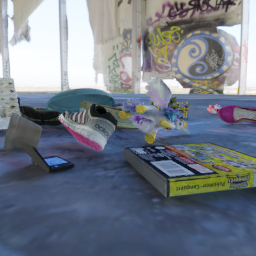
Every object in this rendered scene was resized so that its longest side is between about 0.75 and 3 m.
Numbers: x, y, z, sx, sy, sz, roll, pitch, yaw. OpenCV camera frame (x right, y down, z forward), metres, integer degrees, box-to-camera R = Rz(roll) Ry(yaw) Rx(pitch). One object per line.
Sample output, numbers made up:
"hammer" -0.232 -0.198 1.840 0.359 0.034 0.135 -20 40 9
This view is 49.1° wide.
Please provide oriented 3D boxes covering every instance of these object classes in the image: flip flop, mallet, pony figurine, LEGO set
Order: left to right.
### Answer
"mallet" -3.961 -0.625 12.375 2.955 0.973 0.608 14 -3 -6
"flip flop" -3.139 -0.449 10.161 1.781 0.722 0.513 5 17 4
"pony figurine" 0.721 -0.390 8.093 1.990 1.717 2.062 42 26 25
"LEGO set" 1.877 -1.189 12.941 1.784 1.344 2.320 1 9 4

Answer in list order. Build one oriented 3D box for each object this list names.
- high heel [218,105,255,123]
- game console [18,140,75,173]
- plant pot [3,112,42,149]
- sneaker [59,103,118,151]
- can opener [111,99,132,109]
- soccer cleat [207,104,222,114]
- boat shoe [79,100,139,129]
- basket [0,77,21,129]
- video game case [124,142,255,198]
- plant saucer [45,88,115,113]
"high heel" 4.474 -0.484 10.507 2.151 0.724 1.032 11 -6 -21
"game console" -1.471 0.459 5.035 0.749 0.495 0.851 -7 12 -38
"plant pot" -2.441 0.131 6.555 0.736 0.848 0.848 15 3 -21
"sneaker" -0.945 -0.144 6.843 0.933 0.787 2.133 -47 32 -15
"can opener" -0.504 -0.630 11.456 2.704 0.899 0.712 -4 -1 38
"soccer cleat" 4.618 -0.932 14.607 0.543 0.473 1.419 44 25 28
"boat shoe" -0.197 -0.511 9.833 3.002 0.944 1.095 0 9 1
"basket" -5.147 -0.935 9.995 1.913 1.741 2.823 -7 12 -36
"video game case" 1.123 0.604 4.835 1.935 0.273 2.141 -3 8 -15
"plant saucer" -1.772 -0.968 10.428 2.564 0.351 2.564 -8 -13 -2
